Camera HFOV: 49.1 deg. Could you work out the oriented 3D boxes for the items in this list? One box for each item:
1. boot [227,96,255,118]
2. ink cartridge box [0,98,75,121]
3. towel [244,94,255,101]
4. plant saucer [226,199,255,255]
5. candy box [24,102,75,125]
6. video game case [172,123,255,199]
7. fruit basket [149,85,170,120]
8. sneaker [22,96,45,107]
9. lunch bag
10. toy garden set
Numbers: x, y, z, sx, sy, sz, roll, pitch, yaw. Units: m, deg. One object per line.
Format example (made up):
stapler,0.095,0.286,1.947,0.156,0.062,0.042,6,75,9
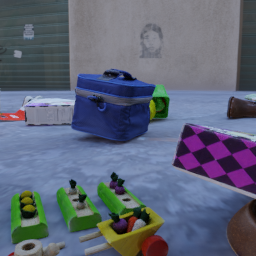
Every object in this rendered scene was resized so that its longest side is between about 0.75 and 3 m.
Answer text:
boot,4.969,-0.650,10.061,2.415,0.776,2.251,12,16,34
ink cartridge box,-3.655,-0.778,10.780,2.820,0.667,2.258,-4,10,-33
towel,5.876,-1.033,9.989,1.984,0.304,2.601,-8,17,-18
plant saucer,1.560,0.835,2.174,1.496,0.258,1.496,0,10,0
candy box,-2.340,-0.501,9.129,1.746,0.625,1.465,-3,9,-11
video game case,1.665,0.413,2.094,2.091,0.374,1.895,17,6,34
fruit basket,0.550,-0.681,9.604,1.862,1.343,1.862,-1,53,2
sneaker,-4.124,-1.043,12.852,0.754,0.703,1.901,23,9,2
lunch bag,-0.325,-0.649,6.646,1.500,1.460,2.207,13,12,20
toy garden set,-0.606,0.745,2.411,1.688,0.337,1.407,-4,10,-22
